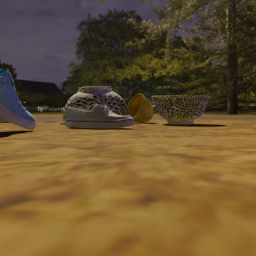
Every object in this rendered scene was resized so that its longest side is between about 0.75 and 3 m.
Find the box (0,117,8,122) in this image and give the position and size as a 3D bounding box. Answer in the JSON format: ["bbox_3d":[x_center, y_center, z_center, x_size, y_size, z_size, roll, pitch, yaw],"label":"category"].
[{"bbox_3d":[-5.609,-0.647,11.715,2.035,0.836,0.696,0,3,-28],"label":"box"}]

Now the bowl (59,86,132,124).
[{"bbox_3d":[-1.178,-0.854,10.313,2.718,1.275,2.718,-2,4,0],"label":"bowl"}]

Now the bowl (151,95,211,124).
[{"bbox_3d":[1.867,-0.635,9.984,2.096,0.984,2.096,-1,3,0],"label":"bowl"}]

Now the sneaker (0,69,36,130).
[{"bbox_3d":[-2.605,-0.743,5.899,0.781,0.865,2.112,32,-10,43],"label":"sneaker"}]

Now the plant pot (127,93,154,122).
[{"bbox_3d":[0.554,-0.679,11.305,0.835,1.177,1.177,28,-10,-27],"label":"plant pot"}]

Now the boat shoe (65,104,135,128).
[{"bbox_3d":[-0.780,-0.317,7.406,1.954,0.638,0.719,1,3,14],"label":"boat shoe"}]
